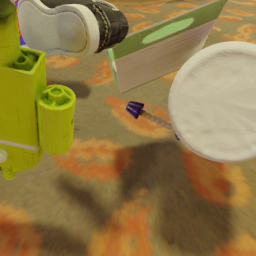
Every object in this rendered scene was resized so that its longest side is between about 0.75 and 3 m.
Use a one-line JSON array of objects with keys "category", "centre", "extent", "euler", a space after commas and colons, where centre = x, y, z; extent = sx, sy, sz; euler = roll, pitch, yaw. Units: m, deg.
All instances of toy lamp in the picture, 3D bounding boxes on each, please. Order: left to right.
[{"category": "toy lamp", "centre": [0.546, -0.181, 5.637], "extent": [1.250, 0.364, 0.364], "euler": [26, 40, 3]}]

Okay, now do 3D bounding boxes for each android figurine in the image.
[{"category": "android figurine", "centre": [-1.801, -0.249, 3.268], "extent": [2.389, 2.625, 0.539], "euler": [14, 45, -5]}]

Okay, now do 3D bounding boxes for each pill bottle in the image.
[{"category": "pill bottle", "centre": [1.464, -0.557, 4.379], "extent": [1.463, 1.463, 2.606], "euler": [9, 17, 12]}]

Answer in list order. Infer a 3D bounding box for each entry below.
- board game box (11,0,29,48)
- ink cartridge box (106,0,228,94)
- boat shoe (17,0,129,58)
[{"category": "board game box", "centre": [-2.836, -3.224, 8.181], "extent": [2.898, 1.949, 0.649], "euler": [-8, 17, 11]}, {"category": "ink cartridge box", "centre": [0.488, -1.399, 4.649], "extent": [1.705, 2.343, 0.562], "euler": [-22, 79, -1]}, {"category": "boat shoe", "centre": [-0.820, -1.340, 3.602], "extent": [0.613, 0.751, 2.033], "euler": [-23, 30, -35]}]
